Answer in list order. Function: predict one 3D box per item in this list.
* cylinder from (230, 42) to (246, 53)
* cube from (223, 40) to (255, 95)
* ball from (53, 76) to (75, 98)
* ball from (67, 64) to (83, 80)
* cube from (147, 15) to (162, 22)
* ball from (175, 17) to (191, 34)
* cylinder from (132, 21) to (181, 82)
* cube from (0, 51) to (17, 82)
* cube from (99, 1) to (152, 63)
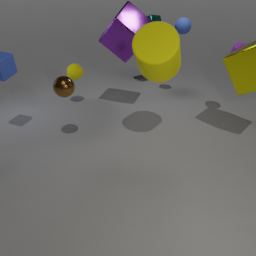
[{"bbox_3d":[4.275,-2.807,10.734,0.700,0.700,0.700,5,46,-5],"label":"cylinder"},{"bbox_3d":[4.299,-2.108,9.259,1.400,1.400,1.400,-34,13,-34],"label":"cube"},{"bbox_3d":[-2.090,-1.345,9.135,0.700,0.700,0.700,0,29,0],"label":"ball"},{"bbox_3d":[-2.337,-2.472,12.318,0.700,0.700,0.700,0,29,0],"label":"ball"},{"bbox_3d":[1.162,-5.008,13.582,0.700,0.700,0.700,-14,4,-39],"label":"cube"},{"bbox_3d":[2.386,-4.430,12.162,0.700,0.700,0.700,0,29,0],"label":"ball"},{"bbox_3d":[0.932,-2.334,8.773,1.400,1.400,1.400,8,-12,14],"label":"cylinder"},{"bbox_3d":[-4.233,-2.060,9.263,0.700,0.700,0.700,15,42,16],"label":"cube"},{"bbox_3d":[-0.047,-3.775,11.073,1.400,1.400,1.400,37,53,-14],"label":"cube"}]
